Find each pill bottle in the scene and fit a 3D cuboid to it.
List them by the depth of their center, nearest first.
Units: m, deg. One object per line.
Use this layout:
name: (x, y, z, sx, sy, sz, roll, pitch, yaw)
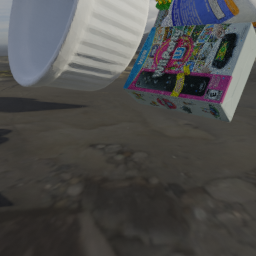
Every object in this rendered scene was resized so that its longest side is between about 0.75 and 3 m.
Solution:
pill bottle: (1.801, -2.391, 5.715, 1.586, 1.586, 2.831, -7, 1, -21)

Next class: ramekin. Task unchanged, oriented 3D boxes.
ramekin: (-0.826, -1.764, 4.324, 1.219, 2.500, 2.500, 7, 9, -41)

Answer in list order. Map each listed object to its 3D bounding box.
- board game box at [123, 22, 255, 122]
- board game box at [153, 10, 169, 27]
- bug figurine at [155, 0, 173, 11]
board game box: (0.917, -0.915, 4.345, 1.716, 1.266, 0.552, 15, -14, 41)
board game box: (1.667, -3.348, 9.922, 0.635, 1.457, 1.975, -14, 60, -24)
bug figurine: (2.023, -4.321, 8.945, 2.111, 0.700, 2.722, 4, 48, 22)
